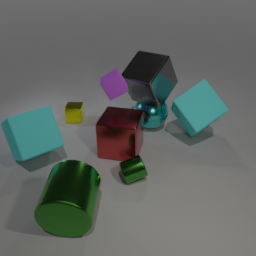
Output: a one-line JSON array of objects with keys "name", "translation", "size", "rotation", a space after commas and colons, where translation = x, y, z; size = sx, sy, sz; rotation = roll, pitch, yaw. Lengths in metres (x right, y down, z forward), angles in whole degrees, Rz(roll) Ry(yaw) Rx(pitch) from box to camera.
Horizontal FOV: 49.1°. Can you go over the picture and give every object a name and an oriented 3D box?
[{"name": "cylinder", "translation": [-1.477, 1.776, 7.133], "size": [1.400, 1.400, 1.400], "rotation": [2, 37, 4]}, {"name": "cube", "translation": [-0.468, -1.481, 9.456], "size": [0.700, 0.700, 0.700], "rotation": [-28, 26, 9]}, {"name": "cube", "translation": [-3.201, 0.204, 9.335], "size": [1.400, 1.400, 1.400], "rotation": [-22, 6, -32]}, {"name": "cube", "translation": [0.809, -1.822, 10.463], "size": [1.400, 1.400, 1.400], "rotation": [20, 67, 35]}, {"name": "cylinder", "translation": [0.169, 1.270, 8.650], "size": [0.700, 0.700, 0.700], "rotation": [-23, 33, -1]}, {"name": "ball", "translation": [0.936, -0.665, 11.423], "size": [1.400, 1.400, 1.400], "rotation": [0, 30, 0]}, {"name": "cube", "translation": [2.603, -0.690, 10.444], "size": [1.400, 1.400, 1.400], "rotation": [-35, 80, -1]}, {"name": "cube", "translation": [-0.247, 0.200, 9.966], "size": [1.400, 1.400, 1.400], "rotation": [7, 31, 12]}, {"name": "cube", "translation": [-2.313, -0.672, 12.150], "size": [0.700, 0.700, 0.700], "rotation": [1, 30, 1]}]
